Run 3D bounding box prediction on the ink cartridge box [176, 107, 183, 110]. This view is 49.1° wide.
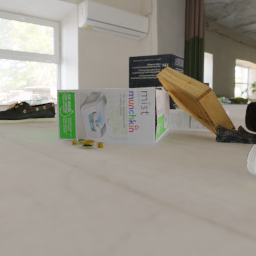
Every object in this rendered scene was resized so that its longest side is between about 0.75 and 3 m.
[{"bbox_3d":[2.245,-0.511,11.337,0.381,0.650,0.887,4,7,33],"label":"ink cartridge box"}]

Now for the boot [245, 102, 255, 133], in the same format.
[{"bbox_3d":[3.974,-0.052,5.940,1.983,0.964,2.633,3,8,-6],"label":"boot"}]

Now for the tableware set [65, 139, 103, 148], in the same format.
[{"bbox_3d":[-0.898,0.344,6.053,0.863,0.132,0.581,3,4,38],"label":"tableware set"}]

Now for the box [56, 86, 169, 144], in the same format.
[{"bbox_3d":[-0.202,-0.452,7.620,2.422,1.327,2.745,2,6,13],"label":"box"}]

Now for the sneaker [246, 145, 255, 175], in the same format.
[{"bbox_3d":[2.278,0.445,3.369,1.527,0.597,0.689,-8,14,-11],"label":"sneaker"}]

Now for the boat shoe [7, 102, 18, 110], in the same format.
[{"bbox_3d":[-5.382,-0.856,13.661,2.406,0.832,0.887,-1,6,-13],"label":"boat shoe"}]

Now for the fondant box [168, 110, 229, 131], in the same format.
[{"bbox_3d":[2.266,-0.301,9.598,2.123,0.618,1.532,4,7,24],"label":"fondant box"}]

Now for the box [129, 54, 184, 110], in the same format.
[{"bbox_3d":[1.248,-1.733,12.403,2.099,2.837,1.480,5,9,30],"label":"box"}]

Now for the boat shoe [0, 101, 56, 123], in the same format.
[{"bbox_3d":[-4.448,-0.665,11.768,2.953,0.925,1.080,-7,10,-41],"label":"boat shoe"}]

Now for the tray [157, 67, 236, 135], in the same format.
[{"bbox_3d":[1.770,-0.814,7.875,0.516,1.375,2.787,-39,25,3],"label":"tray"}]

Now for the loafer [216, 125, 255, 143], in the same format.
[{"bbox_3d":[2.637,0.139,6.559,1.103,0.399,0.401,2,5,9],"label":"loafer"}]
